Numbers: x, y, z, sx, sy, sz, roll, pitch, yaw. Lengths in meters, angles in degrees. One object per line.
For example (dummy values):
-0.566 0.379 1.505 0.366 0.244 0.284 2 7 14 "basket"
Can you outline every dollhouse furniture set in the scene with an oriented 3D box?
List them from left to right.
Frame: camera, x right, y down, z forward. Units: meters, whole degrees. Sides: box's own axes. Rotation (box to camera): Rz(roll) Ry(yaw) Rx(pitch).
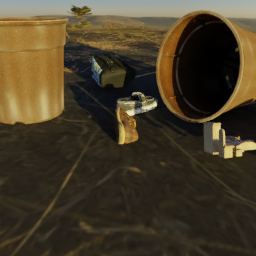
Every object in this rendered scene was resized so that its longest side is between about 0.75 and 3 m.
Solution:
2.256 0.167 5.730 1.287 0.628 1.097 -4 6 -12 "dollhouse furniture set"

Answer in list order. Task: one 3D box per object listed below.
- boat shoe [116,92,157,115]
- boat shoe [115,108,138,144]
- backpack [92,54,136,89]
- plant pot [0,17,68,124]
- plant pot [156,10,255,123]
0.300 -0.835 8.728 1.708 0.579 0.613 -19 30 -38 "boat shoe"
-0.059 -0.061 7.053 0.497 0.530 1.473 2 29 -9 "boat shoe"
-0.784 -2.353 11.503 1.563 1.473 1.916 -14 52 -26 "backpack"
-3.009 -1.697 8.043 2.743 2.716 2.743 0 22 0 "plant pot"
2.896 -1.729 8.339 2.900 2.930 2.930 -6 22 -36 "plant pot"
